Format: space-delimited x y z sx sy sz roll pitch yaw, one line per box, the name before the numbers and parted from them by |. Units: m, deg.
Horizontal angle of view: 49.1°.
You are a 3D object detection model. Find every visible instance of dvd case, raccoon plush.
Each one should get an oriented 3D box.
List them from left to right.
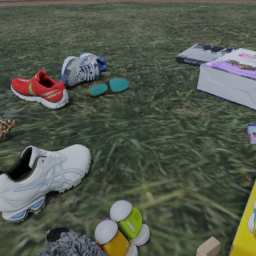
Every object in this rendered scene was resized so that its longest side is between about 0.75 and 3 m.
raccoon plush | -0.734 2.380 3.567 2.403 1.163 1.610 14 42 21
dvd case | 3.904 -3.595 13.822 2.103 0.346 2.798 19 37 28

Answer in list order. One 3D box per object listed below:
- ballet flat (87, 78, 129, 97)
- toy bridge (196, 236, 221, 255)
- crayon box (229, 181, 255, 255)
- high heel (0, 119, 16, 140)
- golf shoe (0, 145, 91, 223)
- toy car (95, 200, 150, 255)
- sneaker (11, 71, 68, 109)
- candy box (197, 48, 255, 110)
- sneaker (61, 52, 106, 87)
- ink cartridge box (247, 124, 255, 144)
ballet flat | -0.782 -1.523 10.424 1.647 0.558 0.596 -21 18 -23
toy bridge | 1.780 2.553 3.948 0.737 0.299 2.194 -22 38 -26
crayon box | 3.188 1.763 4.779 2.246 0.759 2.603 18 36 28
high heel | -3.602 0.364 7.119 1.659 0.592 1.182 -27 31 -11
golf shoe | -1.679 0.815 5.917 0.970 1.204 2.476 16 33 27
toy car | -0.175 1.765 4.737 0.727 0.849 0.970 -18 24 48
sneaker | -3.073 -1.510 9.758 2.528 1.073 0.973 17 36 25
candy box | 4.502 -1.964 10.497 2.959 1.058 2.482 -27 41 -36
sneaker | -1.703 -2.379 11.247 1.180 1.067 2.771 14 35 14
ink cartridge box | 3.720 0.152 7.938 0.569 0.200 0.954 7 31 11
